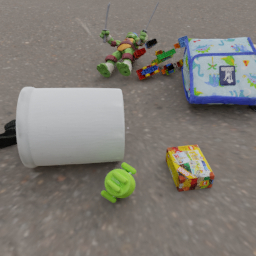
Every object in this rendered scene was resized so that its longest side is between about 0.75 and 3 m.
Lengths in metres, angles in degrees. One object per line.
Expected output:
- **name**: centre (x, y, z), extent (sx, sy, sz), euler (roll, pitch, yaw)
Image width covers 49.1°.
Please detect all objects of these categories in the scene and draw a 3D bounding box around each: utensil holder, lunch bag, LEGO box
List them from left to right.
- **utensil holder**: centre (-1.348, -0.031, 7.162), extent (2.395, 2.035, 2.035), euler (-1, 37, -6)
- **LEGO box**: centre (1.523, 0.985, 7.055), extent (0.862, 0.446, 1.157), euler (-6, 37, -8)
- **lunch bag**: centre (3.259, -1.895, 9.894), extent (2.487, 1.864, 2.926), euler (0, 48, 5)

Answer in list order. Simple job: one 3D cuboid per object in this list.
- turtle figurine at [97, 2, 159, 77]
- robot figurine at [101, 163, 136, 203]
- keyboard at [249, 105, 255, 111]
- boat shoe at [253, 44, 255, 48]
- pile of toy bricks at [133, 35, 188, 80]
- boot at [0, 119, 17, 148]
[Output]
- **turtle figurine**: centre (-0.303, -3.586, 11.491), extent (2.027, 2.816, 2.731), euler (20, 58, -3)
- **robot figurine**: centre (-0.163, 1.241, 6.216), extent (0.590, 1.021, 0.896), euler (32, 82, 18)
- **keyboard**: centre (5.554, -1.158, 10.101), extent (1.761, 0.285, 2.771), euler (20, 42, 25)
- **boat shoe**: centre (4.729, -3.192, 12.142), extent (2.842, 1.048, 0.983), euler (-1, 28, -3)
- **pile of toy bricks**: centre (1.404, -2.933, 11.873), extent (2.728, 1.513, 1.347), euler (-23, 2, -13)
- **boot**: centre (-3.559, 0.159, 8.185), extent (1.065, 0.401, 0.796), euler (-12, 44, -33)
